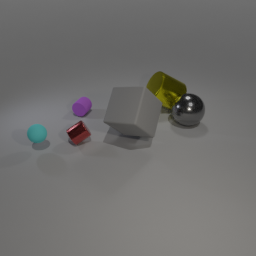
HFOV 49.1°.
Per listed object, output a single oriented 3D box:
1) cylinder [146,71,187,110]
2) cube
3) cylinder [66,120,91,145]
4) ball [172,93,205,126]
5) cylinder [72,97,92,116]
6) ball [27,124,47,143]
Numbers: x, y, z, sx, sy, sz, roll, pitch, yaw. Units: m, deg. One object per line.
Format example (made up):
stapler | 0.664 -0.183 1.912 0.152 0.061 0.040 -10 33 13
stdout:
cylinder | 1.733 -1.699 12.907 1.400 1.400 1.400 21 21 -26
cube | 0.204 -0.570 10.130 1.400 1.400 1.400 5 -18 35
cylinder | -1.883 0.173 10.744 0.700 0.700 0.700 -34 35 0
ball | 2.572 -0.779 11.954 1.400 1.400 1.400 0 30 0
cylinder | -2.115 -0.995 12.916 0.700 0.700 0.700 9 31 15
ball | -3.300 0.201 10.170 0.700 0.700 0.700 0 30 0
